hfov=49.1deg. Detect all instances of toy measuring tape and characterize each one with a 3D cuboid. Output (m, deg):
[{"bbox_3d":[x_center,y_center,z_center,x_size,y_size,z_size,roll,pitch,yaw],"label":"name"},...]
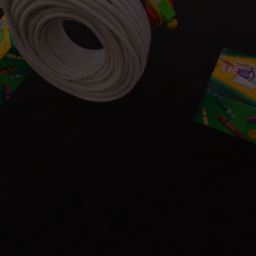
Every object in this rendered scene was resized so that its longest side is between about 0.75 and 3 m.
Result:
[{"bbox_3d":[0.769,-4.531,9.811,2.772,1.020,1.020,51,49,2],"label":"toy measuring tape"}]

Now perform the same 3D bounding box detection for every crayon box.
[{"bbox_3d":[-3.425,-1.945,7.685,1.588,0.779,2.674,-44,42,12],"label":"crayon box"},{"bbox_3d":[2.858,-0.907,6.876,1.746,0.857,2.940,21,39,12],"label":"crayon box"}]

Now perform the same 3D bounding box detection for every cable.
[{"bbox_3d":[-1.012,-1.866,5.871,2.988,2.989,1.035,18,56,2],"label":"cable"}]
